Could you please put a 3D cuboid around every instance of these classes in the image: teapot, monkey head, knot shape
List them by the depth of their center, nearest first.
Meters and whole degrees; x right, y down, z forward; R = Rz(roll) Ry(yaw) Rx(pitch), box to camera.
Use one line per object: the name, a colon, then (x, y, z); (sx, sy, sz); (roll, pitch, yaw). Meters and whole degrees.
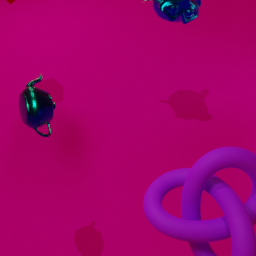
knot shape: (0.936, 0.786, 2.965); (1.293, 0.638, 1.381); (-49, 58, 10)
teapot: (-1.399, -0.358, 4.377); (0.515, 0.654, 1.052); (-9, 81, -34)
monkey head: (1.206, -3.170, 6.747); (1.724, 1.240, 1.039); (3, 41, -19)

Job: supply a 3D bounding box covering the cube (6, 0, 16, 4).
cube: (-3.039, -3.720, 6.993); (0.701, 0.701, 0.701); (-42, 75, -3)
